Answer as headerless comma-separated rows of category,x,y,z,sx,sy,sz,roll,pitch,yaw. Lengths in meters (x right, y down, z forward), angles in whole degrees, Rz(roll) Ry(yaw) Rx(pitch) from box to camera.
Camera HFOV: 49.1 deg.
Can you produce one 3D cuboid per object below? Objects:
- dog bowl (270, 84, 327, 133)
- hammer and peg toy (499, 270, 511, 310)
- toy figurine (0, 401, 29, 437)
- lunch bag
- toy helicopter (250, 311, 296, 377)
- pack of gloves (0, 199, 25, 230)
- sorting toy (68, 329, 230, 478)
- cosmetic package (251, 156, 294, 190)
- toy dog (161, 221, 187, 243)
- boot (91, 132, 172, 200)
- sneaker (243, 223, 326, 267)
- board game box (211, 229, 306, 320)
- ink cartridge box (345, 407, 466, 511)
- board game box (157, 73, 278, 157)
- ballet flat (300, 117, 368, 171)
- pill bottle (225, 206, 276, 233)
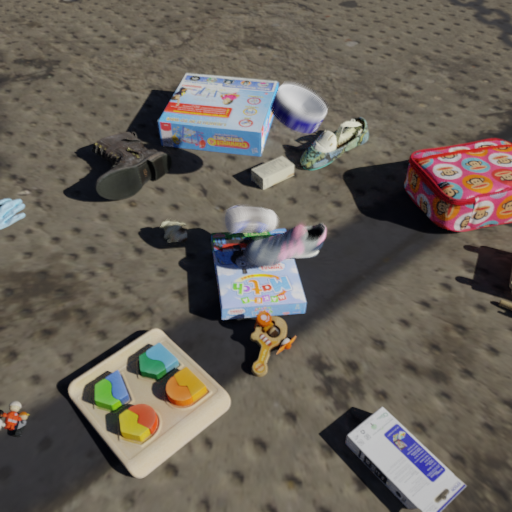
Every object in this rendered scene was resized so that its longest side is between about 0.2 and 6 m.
dog bowl,0.906,-3.154,11.996,1.152,0.454,1.152,17,41,-15
hammer and peg toy,5.687,0.513,10.898,1.510,0.724,2.053,18,47,17
toy figurine,-3.993,2.570,8.884,0.644,0.634,0.448,1,57,2
lunch bag,5.004,-1.781,13.004,2.866,1.174,2.524,-11,41,-11
toy helicopter,0.250,1.635,10.071,0.795,0.474,1.202,17,57,4
pack of gloves,-6.719,-0.884,12.471,2.243,0.527,2.670,24,50,23
sorting toy,-1.802,2.297,9.335,1.967,0.388,2.125,-33,54,-29
cosmetic package,0.405,-2.044,13.757,0.980,0.348,0.516,-27,50,-24
toy dog,-1.705,-0.484,12.075,0.565,0.407,0.583,-16,32,-27
boot,-3.430,-2.315,13.834,2.002,0.796,2.300,31,45,31
sneaker,0.594,-0.304,11.022,1.818,0.746,0.638,-13,55,-34
board game box,-0.006,0.312,11.293,1.623,0.393,2.145,-4,45,-9
ink cartridge box,2.233,3.160,8.513,0.832,0.328,1.673,-28,50,-26
board game box,-0.956,-3.933,15.368,2.764,0.772,2.707,8,46,8
ballet flat,2.018,-2.977,14.407,2.274,0.844,0.844,-34,54,-29
pill bottle,-0.097,-0.711,11.117,0.927,0.527,0.527,-1,40,-33
